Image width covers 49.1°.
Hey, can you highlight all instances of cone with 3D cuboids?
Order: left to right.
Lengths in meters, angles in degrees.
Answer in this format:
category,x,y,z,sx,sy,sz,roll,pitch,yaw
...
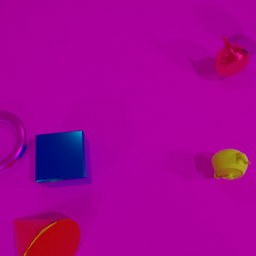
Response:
category,x,y,z,sx,sy,sz,roll,pitch,yaw
cone,-2.026,2.275,5.909,1.444,1.438,1.438,19,71,34

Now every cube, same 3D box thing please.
category,x,y,z,sx,sy,sz,roll,pitch,yaw
cube,-1.404,0.721,6.243,1.027,1.027,1.027,-6,72,-2

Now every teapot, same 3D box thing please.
category,x,y,z,sx,sy,sz,roll,pitch,yaw
teapot,2.513,-1.741,6.918,0.851,1.369,0.670,-24,64,16
teapot,2.253,0.828,6.132,0.753,1.211,0.593,18,57,-10

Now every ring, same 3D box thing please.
category,x,y,z,sx,sy,sz,roll,pitch,yaw
ring,-3.185,0.310,6.736,1.645,0.329,1.645,0,72,1
